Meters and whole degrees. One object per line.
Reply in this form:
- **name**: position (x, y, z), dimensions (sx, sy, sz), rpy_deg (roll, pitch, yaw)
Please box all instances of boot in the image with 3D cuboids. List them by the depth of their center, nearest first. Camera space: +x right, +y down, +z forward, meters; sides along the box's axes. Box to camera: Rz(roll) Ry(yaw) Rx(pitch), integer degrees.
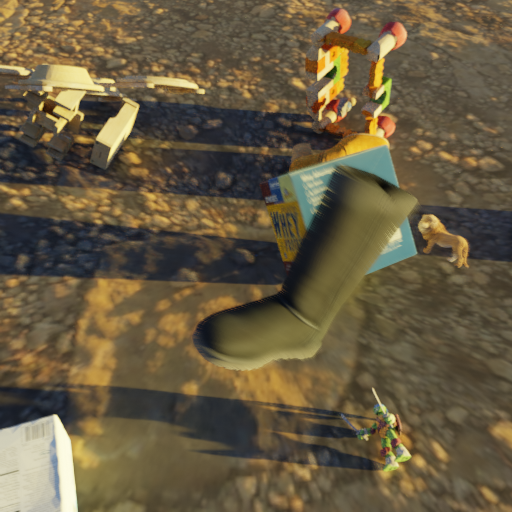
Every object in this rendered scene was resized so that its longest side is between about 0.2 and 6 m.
- **boot**: position (0.570, 0.130, 6.698), dimensions (2.107, 2.556, 0.839), rpy_deg (0, 39, -46)
- **boot**: position (1.656, -1.630, 10.821), dimensions (2.025, 0.713, 1.450), rpy_deg (-5, 50, 1)

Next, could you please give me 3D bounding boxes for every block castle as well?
- **block castle**: position (2.034, -3.570, 11.426), dimensions (1.703, 2.549, 1.196), rpy_deg (27, 58, 26)

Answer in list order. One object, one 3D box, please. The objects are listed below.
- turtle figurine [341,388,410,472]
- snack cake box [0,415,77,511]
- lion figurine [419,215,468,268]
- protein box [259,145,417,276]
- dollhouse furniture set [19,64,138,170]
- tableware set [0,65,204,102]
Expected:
- **turtle figurine**: position (1.499, 2.203, 6.940), dimensions (0.592, 0.823, 0.798), rpy_deg (-33, 49, 15)
- **snack cake box**: position (-3.192, 2.763, 6.253), dimensions (2.159, 0.725, 1.242), rpy_deg (-13, 48, -12)
- **lion figurine**: position (3.062, -0.245, 9.056), dimensions (0.979, 0.599, 0.355), rpy_deg (25, 18, 18)
- **protein box**: position (1.251, -0.591, 8.675), dimensions (1.736, 1.748, 1.179), rpy_deg (-20, 7, -20)
- **dollhouse furniture set**: position (-3.556, -2.818, 11.208), dimensions (1.917, 1.680, 1.273), rpy_deg (28, 55, -10)
- **tableware set**: position (-3.402, -3.307, 10.896), dimensions (3.508, 0.487, 4.199), rpy_deg (15, 18, 40)
